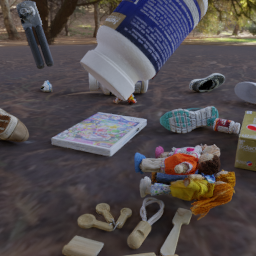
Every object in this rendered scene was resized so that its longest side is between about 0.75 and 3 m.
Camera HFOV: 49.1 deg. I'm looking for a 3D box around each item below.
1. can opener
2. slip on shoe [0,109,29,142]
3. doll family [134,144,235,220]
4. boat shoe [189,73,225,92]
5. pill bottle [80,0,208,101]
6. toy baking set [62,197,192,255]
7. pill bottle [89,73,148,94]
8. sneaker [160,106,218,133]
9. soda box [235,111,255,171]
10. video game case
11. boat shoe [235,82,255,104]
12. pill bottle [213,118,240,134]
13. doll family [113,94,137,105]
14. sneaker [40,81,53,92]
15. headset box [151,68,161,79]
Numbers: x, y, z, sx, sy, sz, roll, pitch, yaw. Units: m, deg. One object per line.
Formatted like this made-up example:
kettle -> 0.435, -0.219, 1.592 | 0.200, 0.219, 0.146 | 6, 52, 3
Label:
can opener -> -3.354, -3.339, 10.163 | 0.687, 2.575, 0.861 | -18, -3, -14
slip on shoe -> -3.899, -0.078, 8.820 | 2.486, 0.945, 0.753 | 9, -20, 46
doll family -> 1.276, 1.016, 5.665 | 1.706, 1.239, 2.749 | -1, 2, 18
boat shoe -> 4.315, -2.291, 14.653 | 2.282, 0.807, 0.726 | -18, 26, -24
pill bottle -> 0.332, -2.173, 6.541 | 1.689, 2.918, 1.689 | 39, -3, 2
toy baking set -> 0.098, 1.700, 4.668 | 2.285, 0.266, 1.753 | -2, 21, -5
pill bottle -> -0.513, -2.458, 13.872 | 2.812, 1.562, 1.562 | -3, 21, -7
sneaker -> 1.971, -0.291, 9.548 | 2.126, 0.825, 0.970 | -4, 5, -21
soda box -> 3.479, 0.273, 7.637 | 0.796, 0.843, 2.488 | 10, 22, 24
video game case -> -0.794, 0.091, 8.978 | 1.968, 0.248, 2.748 | 9, 22, 23
boat shoe -> 6.020, -1.449, 12.383 | 2.495, 0.918, 0.815 | 28, 28, 32
pill bottle -> 3.211, -0.053, 9.124 | 0.757, 0.415, 0.415 | 12, 24, 29
doll family -> -0.145, -1.337, 12.416 | 1.096, 0.494, 0.680 | 4, 21, 11
sneaker -> -4.370, -2.184, 14.762 | 0.549, 0.475, 1.268 | -15, 24, -21
headset box -> 1.099, -3.178, 9.422 | 1.071, 2.774, 2.065 | 25, 56, -6
